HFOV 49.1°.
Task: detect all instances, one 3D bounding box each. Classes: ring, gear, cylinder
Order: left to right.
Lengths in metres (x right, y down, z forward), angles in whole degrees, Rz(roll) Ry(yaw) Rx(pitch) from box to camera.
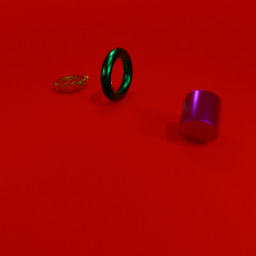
[{"bbox_3d":[-2.324,-1.866,11.401,1.433,0.265,1.433,-6,26,3],"label":"gear"},{"bbox_3d":[-0.372,-1.902,10.048,0.384,1.922,1.922,13,34,26],"label":"ring"},{"bbox_3d":[2.045,-0.308,7.932,1.113,1.113,1.113,9,57,14],"label":"cylinder"}]
